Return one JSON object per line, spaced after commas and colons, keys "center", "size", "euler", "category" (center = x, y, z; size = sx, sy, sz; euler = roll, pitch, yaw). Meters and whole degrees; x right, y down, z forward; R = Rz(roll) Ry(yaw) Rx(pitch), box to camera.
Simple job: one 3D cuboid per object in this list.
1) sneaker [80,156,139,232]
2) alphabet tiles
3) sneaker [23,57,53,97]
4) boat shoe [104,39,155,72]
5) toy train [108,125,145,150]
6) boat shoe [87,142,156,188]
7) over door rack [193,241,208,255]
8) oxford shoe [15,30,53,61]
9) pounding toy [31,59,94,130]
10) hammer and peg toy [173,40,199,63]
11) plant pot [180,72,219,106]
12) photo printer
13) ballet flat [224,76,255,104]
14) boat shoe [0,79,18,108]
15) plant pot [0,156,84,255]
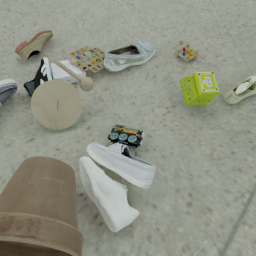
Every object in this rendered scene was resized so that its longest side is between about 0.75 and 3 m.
{"center": [-0.667, 2.034, 9.450], "size": [1.217, 1.035, 2.750], "euler": [-22, 64, -28], "category": "sneaker"}
{"center": [-1.759, -3.269, 13.192], "size": [1.671, 0.064, 2.009], "euler": [36, 47, 15], "category": "alphabet tiles"}
{"center": [-3.987, -2.188, 12.337], "size": [1.279, 0.835, 2.286], "euler": [-14, 57, -11], "category": "sneaker"}
{"center": [0.140, -3.544, 13.171], "size": [2.871, 0.921, 1.058], "euler": [-25, 59, -24], "category": "boat shoe"}
{"center": [-0.049, 0.316, 10.641], "size": [1.432, 0.610, 0.816], "euler": [9, 48, 25], "category": "toy train"}
{"center": [-0.261, 1.021, 9.638], "size": [2.739, 0.986, 0.938], "euler": [29, 100, 35], "category": "boat shoe"}
{"center": [2.303, 3.929, 8.374], "size": [0.855, 0.285, 0.632], "euler": [-45, 64, -3], "category": "over door rack"}
{"center": [-4.441, -4.046, 13.836], "size": [0.823, 0.775, 2.200], "euler": [45, 64, 0], "category": "oxford shoe"}
{"center": [-2.716, -1.241, 11.391], "size": [1.971, 1.185, 2.553], "euler": [29, 95, -15], "category": "pounding toy"}
{"center": [2.760, -3.742, 13.688], "size": [0.874, 0.419, 1.189], "euler": [-33, 61, -19], "category": "hammer and peg toy"}
{"center": [2.976, -1.663, 11.463], "size": [1.189, 1.084, 1.195], "euler": [-6, 76, -24], "category": "plant pot"}
{"center": [-2.716, -2.586, 12.809], "size": [1.493, 0.519, 1.242], "euler": [-15, 55, -11], "category": "photo printer"}
{"center": [5.187, -1.780, 12.100], "size": [2.364, 0.821, 0.821], "euler": [-32, 61, -20], "category": "ballet flat"}
{"center": [-5.543, -0.731, 11.335], "size": [2.998, 1.119, 1.390], "euler": [-38, 77, -22], "category": "boat shoe"}
{"center": [-2.569, 2.257, 7.954], "size": [2.928, 2.928, 2.554], "euler": [3, 55, 2], "category": "plant pot"}
